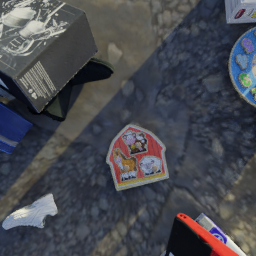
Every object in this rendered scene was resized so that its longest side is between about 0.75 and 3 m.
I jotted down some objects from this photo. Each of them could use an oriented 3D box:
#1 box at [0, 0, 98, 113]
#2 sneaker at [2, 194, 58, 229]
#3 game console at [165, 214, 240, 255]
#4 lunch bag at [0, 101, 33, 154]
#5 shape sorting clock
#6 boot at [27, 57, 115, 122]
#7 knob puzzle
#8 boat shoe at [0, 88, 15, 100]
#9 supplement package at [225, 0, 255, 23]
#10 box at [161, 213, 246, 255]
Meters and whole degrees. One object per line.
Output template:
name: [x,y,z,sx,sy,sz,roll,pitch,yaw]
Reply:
box: [-2.312,-1.903,6.428,2.332,1.214,2.123,30,69,24]
sneaker: [-2.416,2.250,6.978,1.409,0.549,0.700,-27,89,-2]
game console: [1.169,2.455,4.066,0.300,1.709,1.933,-10,120,-36]
lunch bag: [-3.234,-0.094,6.698,1.128,1.660,1.098,31,81,33]
shape sorting clock: [3.904,-1.615,7.361,2.453,0.481,2.453,0,85,0]
boot: [-1.447,-0.963,7.135,2.008,0.767,1.687,10,81,8]
knob puzzle: [0.206,0.680,7.262,1.771,0.246,1.771,0,85,0]
boat shoe: [-3.636,-1.082,7.266,1.693,0.624,0.543,25,90,6]
supplement package: [3.590,-3.658,7.267,1.869,1.036,1.455,-3,84,1]
box: [1.949,3.718,6.454,2.228,1.271,2.422,-45,87,-3]
